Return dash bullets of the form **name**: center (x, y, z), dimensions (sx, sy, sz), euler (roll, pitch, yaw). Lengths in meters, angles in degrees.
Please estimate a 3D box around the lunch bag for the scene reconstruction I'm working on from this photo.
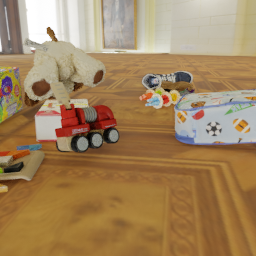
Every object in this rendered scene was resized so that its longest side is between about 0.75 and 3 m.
- **lunch bag**: center (2.590, -0.361, 6.776), dimensions (2.783, 1.052, 2.230), euler (0, 15, 21)

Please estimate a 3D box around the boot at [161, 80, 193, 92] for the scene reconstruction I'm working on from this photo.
- **boot**: center (2.182, -1.772, 12.557), dimensions (1.445, 0.532, 0.545), euler (5, 45, 11)

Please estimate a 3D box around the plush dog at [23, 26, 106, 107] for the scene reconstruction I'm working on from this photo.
- **plush dog**: center (-2.540, -1.853, 9.739), dimensions (2.817, 2.260, 2.419), euler (-21, -17, -33)

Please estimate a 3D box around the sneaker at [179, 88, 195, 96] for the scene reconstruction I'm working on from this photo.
- **sneaker**: center (2.204, -1.407, 11.254), dimensions (0.975, 0.427, 0.363), euler (-1, 18, -3)

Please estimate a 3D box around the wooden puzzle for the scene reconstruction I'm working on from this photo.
- **wooden puzzle**: center (-2.292, 0.665, 5.199), dimensions (1.331, 0.231, 1.973), euler (-3, 18, -9)

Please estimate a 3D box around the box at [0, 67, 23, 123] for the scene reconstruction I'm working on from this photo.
- **box**: center (-4.702, -0.957, 8.225), dimensions (2.290, 1.450, 2.378), euler (1, 18, 1)

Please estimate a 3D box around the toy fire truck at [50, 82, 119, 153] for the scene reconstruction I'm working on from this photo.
- **toy fire truck**: center (-0.982, -0.296, 5.821), dimensions (0.934, 1.452, 1.278), euler (-4, 7, 44)

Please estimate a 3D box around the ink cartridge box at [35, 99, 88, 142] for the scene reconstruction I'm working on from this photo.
- **ink cartridge box**: center (-1.636, -0.252, 7.262), dimensions (1.193, 0.686, 1.644), euler (-2, 18, -6)

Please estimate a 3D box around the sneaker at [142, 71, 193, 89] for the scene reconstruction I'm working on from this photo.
- **sneaker**: center (1.751, -2.202, 13.032), dimensions (2.307, 0.809, 1.252), euler (3, 12, 31)

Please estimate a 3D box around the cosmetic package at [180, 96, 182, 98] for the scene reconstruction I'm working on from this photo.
- **cosmetic package**: center (2.360, -0.888, 9.688), dimensions (0.997, 0.404, 0.562), euler (-6, 17, -16)

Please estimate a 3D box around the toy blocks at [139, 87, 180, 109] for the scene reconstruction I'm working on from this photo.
- **toy blocks**: center (0.947, -1.057, 10.002), dimensions (1.475, 0.536, 1.230), euler (-17, 25, -41)
